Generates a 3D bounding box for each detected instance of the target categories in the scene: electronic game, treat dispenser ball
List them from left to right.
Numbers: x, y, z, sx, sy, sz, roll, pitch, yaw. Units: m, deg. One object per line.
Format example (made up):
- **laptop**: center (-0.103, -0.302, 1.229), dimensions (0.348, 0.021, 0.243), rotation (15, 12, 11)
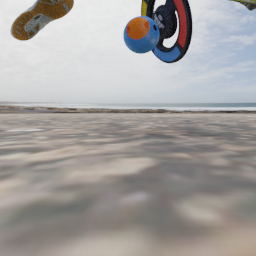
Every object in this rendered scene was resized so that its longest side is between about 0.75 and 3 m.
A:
- **treat dispenser ball**: center (0.350, -2.452, 7.409), dimensions (0.957, 0.957, 0.957), rotation (0, 4, 0)
- **electronic game**: center (1.077, -3.148, 8.336), dimensions (0.512, 2.459, 2.459), rotation (-20, 11, -21)

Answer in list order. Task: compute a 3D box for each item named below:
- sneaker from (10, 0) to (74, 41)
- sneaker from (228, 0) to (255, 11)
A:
- **sneaker**: center (-2.963, -3.854, 9.422), dimensions (2.488, 0.941, 1.091), rotation (-42, 30, -19)
- **sneaker**: center (3.684, -3.963, 8.701), dimensions (0.620, 0.566, 1.531), rotation (44, 3, -40)
